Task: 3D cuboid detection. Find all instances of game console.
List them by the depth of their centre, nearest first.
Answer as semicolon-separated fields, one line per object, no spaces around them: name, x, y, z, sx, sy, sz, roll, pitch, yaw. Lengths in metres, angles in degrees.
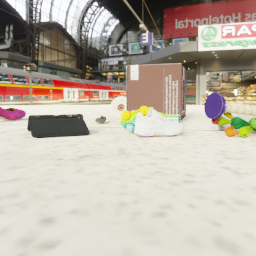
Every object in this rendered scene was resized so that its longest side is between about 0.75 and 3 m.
game console;-1.938;0.092;7.665;1.472;0.857;1.294;-2;-24;-24

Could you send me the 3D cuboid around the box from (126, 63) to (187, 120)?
box;1.406;-1.581;12.865;2.365;2.389;2.880;2;6;15

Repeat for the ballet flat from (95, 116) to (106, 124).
ballet flat;-1.057;-0.272;10.972;0.373;0.257;1.108;16;12;1

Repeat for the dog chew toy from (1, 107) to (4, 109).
dog chew toy;-6.231;-0.739;13.256;0.736;0.736;1.183;3;0;25

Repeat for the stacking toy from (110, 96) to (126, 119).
stacking toy;-0.154;-0.854;13.874;1.121;1.121;1.535;2;-10;16

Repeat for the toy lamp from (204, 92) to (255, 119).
toy lamp;3.314;-0.487;7.488;2.635;0.767;0.767;5;3;-25

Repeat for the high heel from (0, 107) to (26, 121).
high heel;-5.364;-0.957;11.784;0.931;1.328;2.763;5;9;21

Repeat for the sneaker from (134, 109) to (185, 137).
sneaker;0.837;-0.129;7.078;1.416;0.705;0.530;-1;5;-25

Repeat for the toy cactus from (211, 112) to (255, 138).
toy cactus;3.285;-0.175;7.293;1.974;1.010;1.629;-7;-7;25

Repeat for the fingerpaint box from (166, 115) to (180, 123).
fingerpaint box;1.331;-0.280;10.051;1.048;0.384;0.874;1;5;7

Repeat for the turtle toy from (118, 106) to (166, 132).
turtle toy;0.380;-0.214;7.592;1.309;0.662;0.954;-13;-1;2

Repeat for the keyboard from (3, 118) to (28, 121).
keyboard;-4.995;-0.376;12.738;1.270;0.068;0.358;-5;13;-40
